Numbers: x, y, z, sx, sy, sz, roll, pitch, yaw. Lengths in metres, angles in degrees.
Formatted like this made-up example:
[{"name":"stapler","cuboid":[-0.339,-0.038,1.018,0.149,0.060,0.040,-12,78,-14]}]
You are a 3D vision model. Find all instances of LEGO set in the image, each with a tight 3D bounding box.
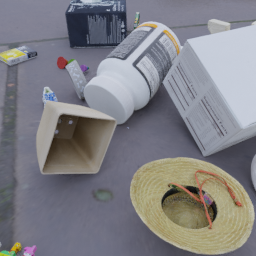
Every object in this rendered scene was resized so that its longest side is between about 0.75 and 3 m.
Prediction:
[{"name":"LEGO set","cuboid":[-1.848,2.028,4.587,0.947,0.361,0.388,6,35,18]}]

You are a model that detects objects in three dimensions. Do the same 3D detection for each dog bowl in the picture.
[{"name":"dog bowl","cuboid":[-1.488,-1.406,8.362,0.352,1.200,1.200,-26,43,-9]}]

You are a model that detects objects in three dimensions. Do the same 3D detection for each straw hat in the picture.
[{"name":"straw hat","cuboid":[1.006,1.482,4.824,2.140,0.905,2.140,8,33,-5]}]

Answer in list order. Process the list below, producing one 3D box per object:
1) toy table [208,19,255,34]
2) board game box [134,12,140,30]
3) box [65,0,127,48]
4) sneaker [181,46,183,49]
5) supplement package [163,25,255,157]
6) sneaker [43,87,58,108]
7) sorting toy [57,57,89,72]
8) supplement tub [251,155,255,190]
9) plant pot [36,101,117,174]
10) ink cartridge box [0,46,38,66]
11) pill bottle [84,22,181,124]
[{"name":"toy table","cuboid":[3.727,-2.502,9.319,2.602,1.657,2.830,24,45,27]},{"name":"board game box","cuboid":[0.403,-4.565,12.628,0.192,0.860,1.641,4,37,3]},{"name":"box","cuboid":[-1.265,-4.649,12.217,2.435,1.535,2.477,-3,38,0]},{"name":"sneaker","cuboid":[2.260,-2.477,9.929,1.318,0.864,2.290,-14,38,-14]},{"name":"supplement package","cuboid":[2.771,-1.018,6.759,2.906,1.611,2.263,-18,70,-22]},{"name":"sneaker","cuboid":[-2.260,-0.772,8.092,0.432,0.440,1.142,-17,42,-23]},{"name":"sorting toy","cuboid":[-1.943,-2.275,10.155,1.320,0.458,0.455,19,18,25]},{"name":"supplement tub","cuboid":[3.415,0.860,5.361,1.665,1.207,1.207,-8,39,-11]},{"name":"plant pot","cuboid":[-1.205,0.095,5.807,1.287,1.285,1.139,7,23,-39]},{"name":"ink cartridge box","cuboid":[-4.401,-2.898,10.965,1.240,0.291,1.225,31,47,31]},{"name":"pill bottle","cuboid":[0.168,-1.550,7.821,1.673,1.673,2.875,23,57,26]}]
